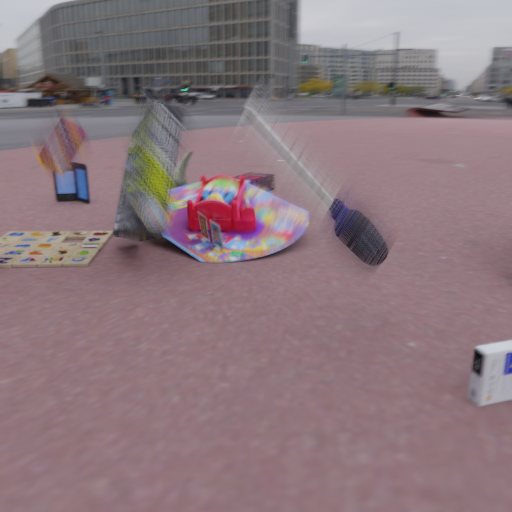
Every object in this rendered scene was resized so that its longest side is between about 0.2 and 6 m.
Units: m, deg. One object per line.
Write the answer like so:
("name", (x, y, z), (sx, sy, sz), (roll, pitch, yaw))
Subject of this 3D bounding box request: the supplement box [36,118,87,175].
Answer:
("supplement box", (-2.635, -1.483, 7.595), (0.363, 0.658, 0.282), (28, 8, -37))

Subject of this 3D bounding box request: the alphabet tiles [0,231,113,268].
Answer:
("alphabet tiles", (-4.164, -0.149, 10.457), (2.545, 0.096, 2.127), (-1, 18, -2))

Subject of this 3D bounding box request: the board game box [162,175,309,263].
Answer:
("board game box", (-0.663, -1.079, 11.046), (2.756, 0.679, 3.488), (-25, 39, -33))

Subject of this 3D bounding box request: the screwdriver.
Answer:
("screwdriver", (0.753, -0.676, 5.890), (0.444, 3.050, 0.425), (-42, 49, 3))

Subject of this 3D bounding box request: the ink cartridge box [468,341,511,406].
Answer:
("ink cartridge box", (2.717, 1.120, 5.628), (1.211, 0.573, 0.225), (-5, 18, -15))

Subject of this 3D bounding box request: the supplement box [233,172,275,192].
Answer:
("supplement box", (-0.182, -1.987, 15.612), (0.829, 0.464, 1.524), (9, 21, 29))

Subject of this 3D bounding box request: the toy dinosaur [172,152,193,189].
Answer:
("toy dinosaur", (-2.023, -1.459, 12.748), (1.512, 0.814, 3.431), (0, 37, -14))

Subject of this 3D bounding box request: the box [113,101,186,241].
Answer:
("box", (-1.892, -1.314, 9.601), (0.557, 2.016, 2.517), (11, -5, -20))

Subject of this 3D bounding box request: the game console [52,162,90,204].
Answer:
("game console", (-4.698, -1.841, 14.217), (0.877, 1.027, 0.608), (-4, 17, -13))
